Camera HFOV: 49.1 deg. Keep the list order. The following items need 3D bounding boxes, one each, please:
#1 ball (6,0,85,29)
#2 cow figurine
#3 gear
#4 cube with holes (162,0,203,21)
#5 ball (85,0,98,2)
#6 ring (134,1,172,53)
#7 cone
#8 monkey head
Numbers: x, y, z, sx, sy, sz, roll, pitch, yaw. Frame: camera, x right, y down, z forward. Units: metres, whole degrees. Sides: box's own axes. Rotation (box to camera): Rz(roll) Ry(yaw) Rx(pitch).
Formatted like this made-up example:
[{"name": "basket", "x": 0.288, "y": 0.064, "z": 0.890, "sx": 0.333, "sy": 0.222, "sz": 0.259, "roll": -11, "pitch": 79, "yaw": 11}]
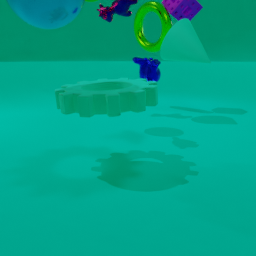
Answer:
[{"name": "ball", "x": -1.392, "y": -2.383, "z": 4.711, "sx": 1.364, "sy": 1.364, "sz": 1.364, "roll": 0, "pitch": 15, "yaw": 0}, {"name": "cow figurine", "x": -0.397, "y": -4.136, "z": 9.539, "sx": 1.182, "sy": 0.659, "sz": 1.201, "roll": -9, "pitch": -18, "yaw": -27}, {"name": "gear", "x": -0.391, "y": -0.640, "z": 5.383, "sx": 1.912, "sy": 0.354, "sz": 1.912, "roll": -3, "pitch": 18, "yaw": 1}, {"name": "cube with holes", "x": 2.017, "y": -4.605, "z": 10.465, "sx": 0.916, "sy": 0.916, "sz": 0.916, "roll": 20, "pitch": 37, "yaw": -41}, {"name": "ball", "x": -1.017, "y": -3.926, "z": 7.461, "sx": 1.043, "sy": 1.043, "sz": 1.043, "roll": 0, "pitch": 15, "yaw": 0}, {"name": "ring", "x": 0.921, "y": -3.887, "z": 10.837, "sx": 0.377, "sy": 1.885, "sz": 1.885, "roll": -22, "pitch": 25, "yaw": -37}, {"name": "cone", "x": 2.059, "y": -2.451, "z": 8.929, "sx": 1.467, "sy": 1.462, "sz": 1.462, "roll": 42, "pitch": 34, "yaw": 23}, {"name": "monkey head", "x": 0.423, "y": -1.377, "z": 6.761, "sx": 0.752, "sy": 0.630, "sz": 1.045, "roll": 8, "pitch": 24, "yaw": -14}]
